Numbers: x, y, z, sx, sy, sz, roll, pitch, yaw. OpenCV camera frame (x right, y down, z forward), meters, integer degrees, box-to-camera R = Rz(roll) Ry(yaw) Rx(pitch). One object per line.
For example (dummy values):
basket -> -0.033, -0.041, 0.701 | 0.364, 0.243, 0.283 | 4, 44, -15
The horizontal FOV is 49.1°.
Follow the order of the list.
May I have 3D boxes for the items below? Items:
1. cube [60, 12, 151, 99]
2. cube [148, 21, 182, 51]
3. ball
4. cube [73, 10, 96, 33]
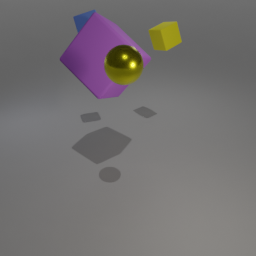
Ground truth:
cube -> -0.510, -1.713, 6.954 | 1.400, 1.400, 1.400 | 45, 18, 6
cube -> 1.221, -3.024, 9.220 | 0.700, 0.700, 0.700 | -33, 31, -19
ball -> -0.074, -1.108, 4.940 | 0.700, 0.700, 0.700 | 0, 30, 0
cube -> -1.157, -2.983, 8.464 | 0.700, 0.700, 0.700 | -18, 65, 0
